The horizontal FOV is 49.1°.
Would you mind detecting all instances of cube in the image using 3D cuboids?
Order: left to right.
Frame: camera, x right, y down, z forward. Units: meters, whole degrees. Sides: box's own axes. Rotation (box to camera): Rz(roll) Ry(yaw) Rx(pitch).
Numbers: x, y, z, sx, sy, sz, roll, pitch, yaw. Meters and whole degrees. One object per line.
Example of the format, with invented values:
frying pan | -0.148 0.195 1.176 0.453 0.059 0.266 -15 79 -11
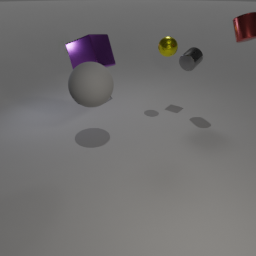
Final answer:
cube | -1.625 -3.249 12.406 1.400 1.400 1.400 -9 11 33

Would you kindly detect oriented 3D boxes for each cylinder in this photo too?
cylinder | 2.473 -2.700 10.988 0.700 0.700 0.700 21 50 34
cylinder | 3.549 -2.993 8.368 0.700 0.700 0.700 -12 6 1

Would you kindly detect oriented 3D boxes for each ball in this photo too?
ball | -1.144 -1.336 8.672 1.400 1.400 1.400 0 28 0
ball | 1.416 -2.882 9.939 0.700 0.700 0.700 0 28 0
